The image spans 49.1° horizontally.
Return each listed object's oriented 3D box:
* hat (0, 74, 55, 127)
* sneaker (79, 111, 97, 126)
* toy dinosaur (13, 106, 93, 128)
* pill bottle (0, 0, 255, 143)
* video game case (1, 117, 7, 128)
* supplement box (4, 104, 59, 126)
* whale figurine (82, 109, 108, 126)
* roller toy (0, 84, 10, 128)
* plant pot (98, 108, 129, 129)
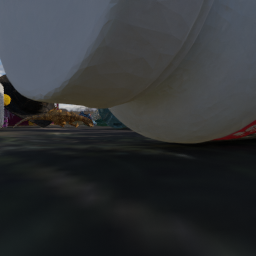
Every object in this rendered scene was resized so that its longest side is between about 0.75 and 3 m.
[{"bbox_3d":[-3.383,-1.358,10.148,1.092,2.706,2.706,-46,-20,21],"label":"hat"},{"bbox_3d":[-1.524,-0.376,10.856,0.794,0.379,0.315,31,7,-17],"label":"sneaker"},{"bbox_3d":[-2.272,-0.356,8.746,2.359,0.712,1.253,-1,2,-18],"label":"toy dinosaur"},{"bbox_3d":[0.544,-0.540,1.588,2.223,1.231,1.231,-1,1,-42],"label":"pill bottle"},{"bbox_3d":[-3.679,-0.128,6.345,1.574,0.282,1.427,-1,2,-32],"label":"video game case"},{"bbox_3d":[-4.705,-0.813,12.202,2.849,1.470,1.865,0,2,20],"label":"supplement box"},{"bbox_3d":[-1.028,-0.396,12.334,1.889,0.980,1.503,-29,18,-31],"label":"whale figurine"},{"bbox_3d":[-2.776,-0.432,4.781,1.346,0.941,1.228,0,1,-17],"label":"roller toy"},{"bbox_3d":[0.066,-0.567,6.472,1.349,1.349,1.321,0,9,28],"label":"plant pot"}]
